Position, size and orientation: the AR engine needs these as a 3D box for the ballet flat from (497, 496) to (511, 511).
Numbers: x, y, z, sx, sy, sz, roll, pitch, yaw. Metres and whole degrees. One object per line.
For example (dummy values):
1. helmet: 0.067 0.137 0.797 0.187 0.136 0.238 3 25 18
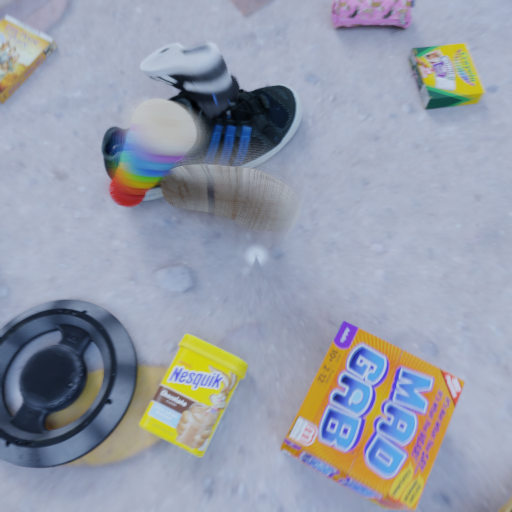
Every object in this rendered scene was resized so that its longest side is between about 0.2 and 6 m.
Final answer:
1. ballet flat: 3.700 3.261 7.015 2.888 0.910 0.991 -38 75 -15

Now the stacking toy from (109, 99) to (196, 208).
1. stacking toy: -1.580 -1.269 7.866 0.843 1.975 0.843 14 58 -24

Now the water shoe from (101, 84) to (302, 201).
1. water shoe: -0.744 -2.001 9.023 3.508 1.384 1.254 -29 70 -11

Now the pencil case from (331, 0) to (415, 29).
1. pencil case: 2.174 -4.642 10.604 1.546 0.669 0.640 1 110 1

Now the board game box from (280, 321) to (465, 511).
1. board game box: 1.386 2.077 7.147 1.601 1.602 1.600 27 69 11

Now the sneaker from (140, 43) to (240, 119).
1. sneaker: -0.975 -2.526 8.321 0.687 1.051 1.880 -46 37 -15

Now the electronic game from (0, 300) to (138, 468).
1. electronic game: -2.851 1.730 7.894 2.380 0.495 2.380 -2 63 4

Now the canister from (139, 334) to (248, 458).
1. canister: -0.860 1.934 7.774 1.030 0.600 1.387 23 70 10

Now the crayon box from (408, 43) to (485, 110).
1. crayon box: 3.430 -3.266 10.150 1.020 0.344 1.182 -8 67 -4

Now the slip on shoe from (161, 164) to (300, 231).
1. slip on shoe: -0.314 -0.896 8.049 2.223 0.845 0.674 10 22 29

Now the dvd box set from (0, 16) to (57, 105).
1. dvd box set: -4.661 -3.641 10.372 1.170 0.235 1.599 30 70 11
